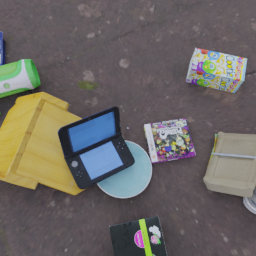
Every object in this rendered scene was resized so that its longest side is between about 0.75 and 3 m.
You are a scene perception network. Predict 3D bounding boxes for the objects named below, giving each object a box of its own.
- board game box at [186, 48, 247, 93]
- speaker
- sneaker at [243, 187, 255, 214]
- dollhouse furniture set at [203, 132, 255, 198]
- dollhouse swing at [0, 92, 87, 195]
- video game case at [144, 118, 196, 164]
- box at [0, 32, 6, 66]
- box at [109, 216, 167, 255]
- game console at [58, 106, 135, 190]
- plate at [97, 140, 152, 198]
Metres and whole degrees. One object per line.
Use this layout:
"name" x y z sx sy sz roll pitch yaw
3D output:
"board game box" 3.021 -1.977 9.665 1.756 0.905 0.921 13 71 5
"speaker" -4.330 -1.537 9.422 2.500 1.106 1.106 -17 71 -6
"sneaker" 4.686 1.350 8.250 1.091 1.197 2.920 39 75 22
"dollhouse furniture set" 4.011 1.372 8.344 2.983 1.497 1.954 4 55 39
"dollhouse swing" -2.597 0.640 8.967 2.444 2.365 2.690 -2 64 44
"video game case" 1.342 0.404 9.162 1.452 0.260 1.316 -9 71 -3
"box" -5.074 -2.645 10.219 1.109 0.297 1.831 -6 72 -2
"box" 0.334 3.464 7.599 1.382 1.156 1.860 -11 72 -4
"game console" -0.834 0.576 8.093 1.933 1.144 1.650 -24 75 -21
"plate" -0.176 1.278 8.773 1.857 0.237 1.857 3 65 -7
